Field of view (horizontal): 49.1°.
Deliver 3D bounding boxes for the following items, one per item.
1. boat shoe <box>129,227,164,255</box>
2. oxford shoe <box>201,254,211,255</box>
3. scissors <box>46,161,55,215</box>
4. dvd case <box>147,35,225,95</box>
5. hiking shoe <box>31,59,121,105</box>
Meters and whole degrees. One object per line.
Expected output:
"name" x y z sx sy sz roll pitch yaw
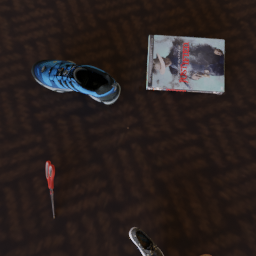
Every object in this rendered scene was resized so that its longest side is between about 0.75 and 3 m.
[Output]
"boat shoe" 0.479 2.845 6.678 1.135 0.321 0.390 46 62 -1
"oxford shoe" 1.178 3.622 6.208 2.139 0.800 0.754 -39 55 -12
"scissors" -2.010 1.591 7.313 0.100 0.528 1.443 -4 95 -36
"dvd case" 1.716 -1.891 8.306 2.275 0.250 1.661 4 82 0
"hiking shoe" -1.495 -1.501 7.831 2.678 1.161 0.996 14 78 5
